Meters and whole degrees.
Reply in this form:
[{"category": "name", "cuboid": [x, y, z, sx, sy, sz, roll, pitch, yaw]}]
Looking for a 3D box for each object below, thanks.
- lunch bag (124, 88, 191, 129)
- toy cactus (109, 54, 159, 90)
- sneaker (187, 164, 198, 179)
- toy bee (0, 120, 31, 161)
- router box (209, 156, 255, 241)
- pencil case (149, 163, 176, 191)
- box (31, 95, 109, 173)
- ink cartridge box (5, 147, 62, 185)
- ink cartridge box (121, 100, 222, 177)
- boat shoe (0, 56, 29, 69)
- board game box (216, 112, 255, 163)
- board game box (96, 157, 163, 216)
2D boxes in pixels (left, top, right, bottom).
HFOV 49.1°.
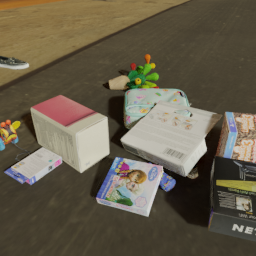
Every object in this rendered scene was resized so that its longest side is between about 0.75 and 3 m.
[{"category": "lunch bag", "cuboid": [0.977, -0.610, 9.358, 2.246, 0.866, 1.801, 1, 34, 1]}, {"category": "toy cactus", "cuboid": [0.238, -2.006, 11.396, 2.050, 1.270, 2.484, -11, 43, 1]}, {"category": "sneaker", "cuboid": [1.561, 0.855, 7.515, 0.390, 0.463, 1.058, -10, 35, -14]}, {"category": "toy bee", "cuboid": [-3.535, 0.123, 8.176, 1.798, 0.977, 1.177, 10, 33, 14]}, {"category": "router box", "cuboid": [2.886, 1.511, 5.839, 2.249, 0.587, 1.769, 9, 35, 13]}, {"category": "pencil case", "cuboid": [0.755, 1.236, 7.041, 0.391, 0.351, 0.900, -40, 49, -22]}, {"category": "box", "cuboid": [-1.624, 0.089, 7.903, 2.033, 1.300, 1.108, 26, 41, 33]}, {"category": "ink cartridge box", "cuboid": [-2.485, 1.033, 7.434, 0.770, 0.271, 1.290, 21, 36, 29]}, {"category": "ink cartridge box", "cuboid": [1.189, 0.157, 7.776, 2.207, 0.481, 1.916, 20, 54, 43]}, {"category": "boat shoe", "cuboid": [-5.673, -3.206, 13.597, 1.738, 0.492, 0.597, 8, 34, 11]}, {"category": "board game box", "cuboid": [3.309, 0.556, 6.984, 1.935, 1.543, 0.937, 5, 34, 9]}, {"category": "board game box", "cuboid": [0.065, 1.338, 6.661, 1.255, 0.259, 1.258, 9, 48, 20]}]
